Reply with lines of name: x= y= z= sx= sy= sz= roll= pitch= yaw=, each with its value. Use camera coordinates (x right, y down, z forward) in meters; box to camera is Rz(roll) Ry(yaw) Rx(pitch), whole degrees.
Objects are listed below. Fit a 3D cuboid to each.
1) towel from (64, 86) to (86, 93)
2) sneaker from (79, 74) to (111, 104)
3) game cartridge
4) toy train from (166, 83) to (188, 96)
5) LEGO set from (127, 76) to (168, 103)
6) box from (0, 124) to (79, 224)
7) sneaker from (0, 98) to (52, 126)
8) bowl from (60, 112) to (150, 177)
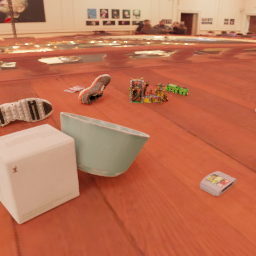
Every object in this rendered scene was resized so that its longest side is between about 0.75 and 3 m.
towel: x=-3.157 y=-2.340 z=16.834 sx=0.807 sy=0.127 sz=1.120 roll=14 pitch=28 yaw=30
sneaker: x=-1.545 y=-1.938 z=14.822 sx=0.919 sy=0.865 sz=2.245 roll=30 pitch=62 yaw=28
game cartridge: x=2.532 y=1.553 z=7.965 sx=1.008 sy=0.206 sz=0.671 roll=-20 pitch=27 yaw=-38
toy train: x=2.813 y=-2.255 z=16.225 sx=0.338 sy=0.457 sz=1.620 roll=-20 pitch=31 yaw=-37
LEGO set: x=1.005 y=-2.185 z=14.936 sx=2.350 sy=1.362 sz=1.807 roll=5 pitch=24 yaw=11
box: x=-2.379 y=1.055 z=7.146 sx=1.729 sy=1.738 sz=1.489 roll=-19 pitch=28 yaw=-38
sneaker: x=-4.806 y=-0.767 z=12.285 sx=2.857 sy=1.073 sz=1.158 roll=-11 pitch=18 yaw=-25
bowl: x=-0.825 y=0.522 z=8.187 sx=2.648 sy=1.385 sz=2.648 roll=16 pitch=3 yaw=-1
